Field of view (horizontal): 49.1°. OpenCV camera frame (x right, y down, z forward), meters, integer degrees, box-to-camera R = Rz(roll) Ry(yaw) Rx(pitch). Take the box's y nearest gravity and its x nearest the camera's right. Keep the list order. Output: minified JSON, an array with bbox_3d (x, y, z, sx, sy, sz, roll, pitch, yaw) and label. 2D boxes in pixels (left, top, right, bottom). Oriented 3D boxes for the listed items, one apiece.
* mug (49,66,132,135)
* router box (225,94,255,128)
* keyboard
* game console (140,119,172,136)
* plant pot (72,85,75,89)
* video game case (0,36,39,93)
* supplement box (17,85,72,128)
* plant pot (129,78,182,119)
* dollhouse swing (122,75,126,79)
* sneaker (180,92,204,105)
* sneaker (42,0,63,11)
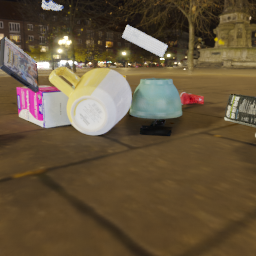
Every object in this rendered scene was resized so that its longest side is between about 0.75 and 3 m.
[{"bbox_3d":[-1.251,-0.796,9.141,2.539,2.034,2.085,8,23,5],"label":"mug"},{"bbox_3d":[4.694,-0.338,8.312,2.812,0.874,2.107,5,9,-27],"label":"router box"},{"bbox_3d":[0.548,-2.784,8.996,1.465,0.412,0.078,24,16,-11],"label":"keyboard"},{"bbox_3d":[1.026,-0.036,9.487,1.003,0.205,1.700,3,15,13],"label":"game console"},{"bbox_3d":[-1.869,-1.533,13.008,1.303,1.624,1.624,-14,18,-24],"label":"plant pot"},{"bbox_3d":[-3.678,-2.156,9.548,0.209,1.480,1.638,-31,50,16],"label":"video game case"},{"bbox_3d":[-3.194,-0.907,10.796,1.293,1.266,2.501,-11,17,-38],"label":"supplement box"},{"bbox_3d":[1.229,-1.377,12.209,2.316,1.552,2.316,1,14,0],"label":"plant pot"},{"bbox_3d":[-1.416,-2.725,17.168,2.435,2.213,2.141,-1,34,-4],"label":"dollhouse swing"},{"bbox_3d":[3.486,-1.587,15.022,1.011,0.686,1.750,8,17,35],"label":"sneaker"},{"bbox_3d":[-2.895,-4.750,10.795,0.806,0.355,0.304,-7,41,-24],"label":"sneaker"}]
